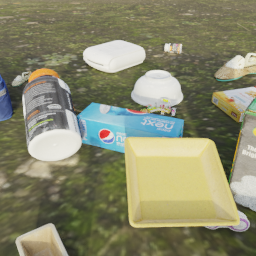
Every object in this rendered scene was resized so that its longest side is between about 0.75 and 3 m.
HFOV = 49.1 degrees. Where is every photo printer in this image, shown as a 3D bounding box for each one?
[{"bbox_3d":[-0.679,-3.175,12.390,2.296,0.797,1.910,-28,42,-36],"label":"photo printer"}]

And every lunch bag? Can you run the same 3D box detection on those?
[{"bbox_3d":[-4.516,-1.166,8.633,1.422,1.385,2.093,-17,37,-26],"label":"lunch bag"}]

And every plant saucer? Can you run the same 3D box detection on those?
[{"bbox_3d":[0.849,0.995,5.113,1.815,0.440,1.816,2,48,-7],"label":"plant saucer"}]

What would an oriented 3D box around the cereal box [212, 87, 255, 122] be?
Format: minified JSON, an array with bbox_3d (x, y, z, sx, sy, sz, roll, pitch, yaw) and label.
[{"bbox_3d":[3.960,-0.826,9.017,2.014,0.398,1.449,-11,34,-17],"label":"cereal box"}]

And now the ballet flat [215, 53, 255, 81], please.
[{"bbox_3d":[4.634,-2.571,11.362,2.664,0.870,0.939,-18,38,-25],"label":"ballet flat"}]

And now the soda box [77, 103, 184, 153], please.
[{"bbox_3d":[0.042,0.082,7.177,2.588,0.830,0.878,12,34,18],"label":"soda box"}]

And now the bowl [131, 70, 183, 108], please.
[{"bbox_3d":[1.021,-1.469,9.675,1.821,0.818,1.821,0,31,0],"label":"bowl"}]

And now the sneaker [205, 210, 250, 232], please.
[{"bbox_3d":[1.723,1.659,5.221,0.963,0.361,0.480,8,13,15],"label":"sneaker"}]

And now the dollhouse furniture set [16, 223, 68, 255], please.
[{"bbox_3d":[-1.332,1.959,3.473,1.761,1.578,2.223,-18,36,-26],"label":"dollhouse furniture set"}]

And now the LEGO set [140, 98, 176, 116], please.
[{"bbox_3d":[0.950,-0.676,8.776,1.108,0.412,0.510,4,32,6],"label":"LEGO set"}]

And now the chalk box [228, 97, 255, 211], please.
[{"bbox_3d":[3.110,0.186,5.178,1.717,2.760,1.709,21,38,30],"label":"chalk box"}]

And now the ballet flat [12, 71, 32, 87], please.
[{"bbox_3d":[-4.128,-1.938,10.867,0.359,0.332,1.064,13,34,19],"label":"ballet flat"}]

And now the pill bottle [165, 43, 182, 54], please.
[{"bbox_3d":[2.259,-3.983,13.990,0.813,0.473,0.473,8,33,12],"label":"pill bottle"}]

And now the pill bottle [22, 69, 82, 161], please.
[{"bbox_3d":[-1.959,-0.441,6.993,1.231,1.231,2.317,-10,54,-15],"label":"pill bottle"}]
